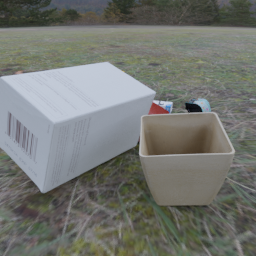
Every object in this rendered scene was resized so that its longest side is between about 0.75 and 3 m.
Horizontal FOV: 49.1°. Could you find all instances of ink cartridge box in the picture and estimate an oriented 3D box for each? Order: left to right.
[{"bbox_3d":[1.142,-0.720,9.804,0.757,0.319,0.547,7,23,14],"label":"ink cartridge box"}]

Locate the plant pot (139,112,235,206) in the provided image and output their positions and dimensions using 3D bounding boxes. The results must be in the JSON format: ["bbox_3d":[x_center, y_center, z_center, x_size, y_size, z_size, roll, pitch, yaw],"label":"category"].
[{"bbox_3d":[1.043,0.646,5.421,1.527,1.352,1.525,-3,29,6],"label":"plant pot"}]

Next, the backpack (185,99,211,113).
[{"bbox_3d":[2.208,-0.564,8.621,0.583,0.669,0.761,-24,17,-15],"label":"backpack"}]

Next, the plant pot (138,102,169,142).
[{"bbox_3d":[0.668,-0.159,7.859,0.851,0.965,0.964,13,31,0],"label":"plant pot"}]

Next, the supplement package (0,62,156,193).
[{"bbox_3d":[-1.080,-0.234,6.369,1.751,1.757,2.996,36,36,27],"label":"supplement package"}]

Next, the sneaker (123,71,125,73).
[{"bbox_3d":[-0.265,-1.454,10.095,0.883,1.137,2.526,-7,29,-27],"label":"sneaker"}]
